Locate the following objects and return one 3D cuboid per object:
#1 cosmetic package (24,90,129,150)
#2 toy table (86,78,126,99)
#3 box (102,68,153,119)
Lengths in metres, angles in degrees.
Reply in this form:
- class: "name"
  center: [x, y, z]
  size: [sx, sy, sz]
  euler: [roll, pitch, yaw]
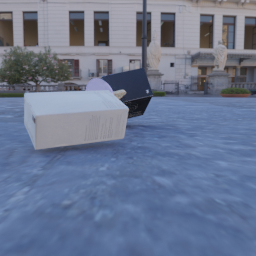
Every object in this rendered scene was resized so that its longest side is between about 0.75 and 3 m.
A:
- class: "cosmetic package"
  center: [-0.919, -0.200, 4.934]
  size: [1.629, 0.661, 0.919]
  euler: [-7, 31, -27]
- class: "toy table"
  center: [-0.512, -0.657, 6.379]
  size: [0.877, 0.954, 0.559]
  euler: [-29, -28, 18]
- class: "box"
  center: [-0.102, -0.839, 7.696]
  size: [1.156, 0.834, 1.557]
  euler: [-14, -14, -11]
